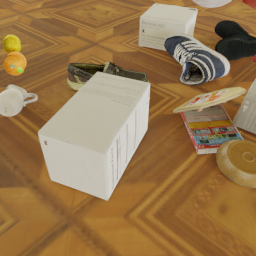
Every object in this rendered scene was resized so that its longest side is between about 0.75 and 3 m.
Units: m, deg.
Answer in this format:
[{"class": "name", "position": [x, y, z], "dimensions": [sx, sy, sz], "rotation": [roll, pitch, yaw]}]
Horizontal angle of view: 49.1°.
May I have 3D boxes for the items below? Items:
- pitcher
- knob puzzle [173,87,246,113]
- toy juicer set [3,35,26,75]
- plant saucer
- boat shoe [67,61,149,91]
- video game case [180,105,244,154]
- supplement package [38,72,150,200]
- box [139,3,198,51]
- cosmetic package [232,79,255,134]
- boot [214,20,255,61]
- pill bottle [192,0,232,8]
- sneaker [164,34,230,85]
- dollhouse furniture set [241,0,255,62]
[{"class": "pitcher", "position": [-3.290, -0.811, 8.309], "dimensions": [1.019, 0.720, 1.188], "rotation": [7, 29, -7]}, {"class": "knob puzzle", "position": [2.410, -0.757, 7.814], "dimensions": [1.957, 0.271, 1.957], "rotation": [-19, 10, 3]}, {"class": "toy juicer set", "position": [-3.302, -2.167, 6.404], "dimensions": [1.608, 0.688, 2.527], "rotation": [-26, 73, -47]}, {"class": "plant saucer", "position": [2.824, 0.746, 6.660], "dimensions": [1.385, 0.245, 1.385], "rotation": [2, 48, -2]}, {"class": "boat shoe", "position": [-0.661, -1.699, 9.109], "dimensions": [2.703, 0.888, 0.966], "rotation": [1, 41, 2]}, {"class": "video game case", "position": [2.289, -0.025, 7.742], "dimensions": [1.307, 0.159, 1.828], "rotation": [-4, 41, -5]}, {"class": "supplement package", "position": [-0.611, 0.052, 6.597], "dimensions": [1.521, 1.527, 2.603], "rotation": [16, 43, 16]}, {"class": "box", "position": [1.670, -4.199, 11.695], "dimensions": [1.926, 1.265, 1.936], "rotation": [16, 43, 18]}, {"class": "cosmetic package", "position": [4.275, -0.293, 7.277], "dimensions": [2.524, 1.138, 1.348], "rotation": [29, 48, 21]}, {"class": "boot", "position": [4.011, -3.583, 11.251], "dimensions": [2.318, 0.885, 1.948], "rotation": [-10, 45, -22]}, {"class": "pill bottle", "position": [1.685, -3.383, 5.530], "dimensions": [1.026, 1.026, 1.842], "rotation": [4, 61, 5]}, {"class": "sneaker", "position": [2.027, -2.465, 9.931], "dimensions": [1.525, 0.985, 2.811], "rotation": [-29, 52, -31]}, {"class": "dollhouse furniture set", "position": [2.266, -1.577, 4.354], "dimensions": [0.857, 0.648, 1.593], "rotation": [-13, 65, -20]}]
